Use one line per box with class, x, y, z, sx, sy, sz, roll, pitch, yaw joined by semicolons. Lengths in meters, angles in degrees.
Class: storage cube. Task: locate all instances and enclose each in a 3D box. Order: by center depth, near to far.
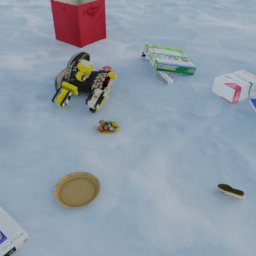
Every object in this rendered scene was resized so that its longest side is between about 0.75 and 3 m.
storage cube;-2.976;-6.666;17.247;2.761;2.482;2.360;27;45;29

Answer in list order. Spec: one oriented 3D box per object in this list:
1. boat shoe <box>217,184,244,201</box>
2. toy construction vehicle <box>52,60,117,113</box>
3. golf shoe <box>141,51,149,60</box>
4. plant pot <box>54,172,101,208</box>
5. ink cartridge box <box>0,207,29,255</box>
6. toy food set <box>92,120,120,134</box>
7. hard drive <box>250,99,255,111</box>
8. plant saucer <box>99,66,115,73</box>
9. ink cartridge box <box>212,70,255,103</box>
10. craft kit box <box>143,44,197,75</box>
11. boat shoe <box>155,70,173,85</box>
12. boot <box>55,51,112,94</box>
boat shoe;2.900;1.833;7.949;0.293;0.263;0.791;-29;32;-31
toy construction vehicle;-1.726;-1.567;11.535;1.949;0.788;2.239;23;76;17
golf shoe;1.285;-3.887;15.368;1.246;0.485;0.589;32;72;30
plant pot;-1.448;1.796;8.069;1.321;0.182;1.321;1;37;0
ink cartridge box;-3.217;2.536;7.027;1.503;0.279;0.712;29;46;29
toy food set;-0.819;-0.086;10.398;1.020;0.333;0.600;-4;38;-5
hard drive;5.584;-0.840;11.536;0.769;0.148;1.165;1;37;1
plant saucer;-1.081;-2.950;14.248;0.844;0.214;0.844;-1;37;0
ink cartridge box;4.836;-1.873;12.407;1.719;0.725;1.244;-19;41;-23
craft kit box;2.083;-3.497;14.239;2.142;0.520;2.116;3;42;-20
boat shoe;1.725;-2.429;13.456;0.381;0.419;1.140;-19;54;-27
boot;-1.764;-2.484;12.904;2.238;1.088;2.972;10;42;15
